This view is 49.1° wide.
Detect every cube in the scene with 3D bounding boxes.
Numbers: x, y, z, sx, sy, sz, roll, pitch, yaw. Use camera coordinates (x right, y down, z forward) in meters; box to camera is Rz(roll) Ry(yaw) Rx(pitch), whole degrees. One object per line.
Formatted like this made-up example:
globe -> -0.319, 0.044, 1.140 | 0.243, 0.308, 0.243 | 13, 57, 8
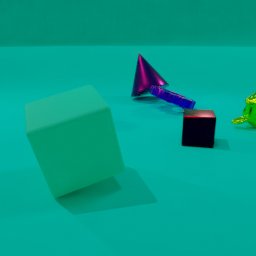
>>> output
cube -> -0.909, 0.157, 4.722 | 1.232, 1.232, 1.232 | -19, 29, -12
cube -> 1.674, -0.011, 6.697 | 0.735, 0.735, 0.735 | 4, 18, 11

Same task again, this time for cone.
cone -> 0.672, -2.270, 11.362 | 1.622, 1.628, 1.622 | -16, -2, 0

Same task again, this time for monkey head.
monkey head -> 3.697, -0.382, 7.563 | 1.605, 0.967, 1.154 | -4, 28, 0

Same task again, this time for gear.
gear -> 1.559, -1.083, 9.830 | 1.614, 0.298, 1.614 | 20, 13, -5
